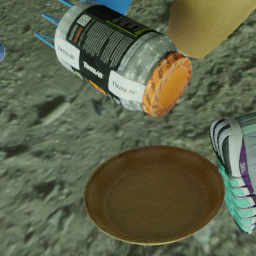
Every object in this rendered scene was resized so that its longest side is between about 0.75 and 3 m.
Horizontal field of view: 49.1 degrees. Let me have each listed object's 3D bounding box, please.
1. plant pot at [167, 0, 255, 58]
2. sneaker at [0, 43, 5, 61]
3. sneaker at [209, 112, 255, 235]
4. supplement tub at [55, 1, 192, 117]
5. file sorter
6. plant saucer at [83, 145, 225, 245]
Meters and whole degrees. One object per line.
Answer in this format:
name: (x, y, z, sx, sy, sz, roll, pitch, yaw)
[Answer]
plant pot: (1.991, -3.043, 6.864, 2.231, 2.394, 2.231, 18, 36, -13)
sneaker: (-3.920, -1.611, 6.437, 1.948, 1.125, 0.787, -30, 96, -6)
sneaker: (2.243, 0.850, 4.754, 1.209, 2.762, 1.028, -20, 39, 6)
supplement tub: (-0.121, -1.384, 5.645, 2.562, 1.570, 1.570, 36, 63, 26)
file sorter: (-1.106, -2.886, 6.935, 1.339, 2.183, 1.515, 36, 20, 23)
plant saucer: (0.404, 1.050, 4.543, 2.214, 0.392, 2.214, -6, 30, 4)
